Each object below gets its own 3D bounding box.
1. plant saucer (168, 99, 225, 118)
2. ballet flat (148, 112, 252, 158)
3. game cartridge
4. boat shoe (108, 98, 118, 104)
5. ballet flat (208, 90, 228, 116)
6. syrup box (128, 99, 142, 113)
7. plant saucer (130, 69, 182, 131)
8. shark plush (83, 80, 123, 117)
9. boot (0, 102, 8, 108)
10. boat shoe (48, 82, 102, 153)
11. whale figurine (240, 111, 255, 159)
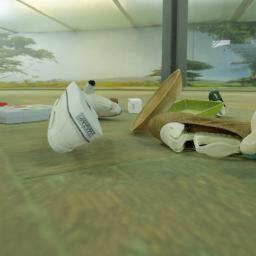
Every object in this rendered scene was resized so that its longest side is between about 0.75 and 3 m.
[{"bbox_3d":[1.678,-0.403,8.306,1.694,0.406,1.691,-21,19,-27],"label":"plant saucer"},{"bbox_3d":[1.320,0.185,5.324,2.277,0.772,0.824,9,32,26],"label":"ballet flat"},{"bbox_3d":[-3.438,-0.515,9.709,1.563,0.480,2.349,12,15,34],"label":"game cartridge"},{"bbox_3d":[-1.021,-1.242,13.911,1.164,0.440,0.430,-2,12,38],"label":"boat shoe"},{"bbox_3d":[3.162,-0.713,9.770,0.523,0.526,1.537,-34,-40,12],"label":"ballet flat"},{"bbox_3d":[0.278,-0.948,11.822,0.527,0.510,1.294,-1,10,-3],"label":"syrup box"},{"bbox_3d":[0.781,-0.606,7.053,0.343,1.935,1.935,37,8,-6],"label":"plant saucer"},{"bbox_3d":[-1.516,-0.563,10.041,1.233,1.345,2.960,17,-23,-36],"label":"shark plush"},{"bbox_3d":[-5.873,-1.289,12.177,0.535,1.067,1.478,5,11,25],"label":"boot"},{"bbox_3d":[-1.098,-0.195,5.438,0.868,0.951,2.642,-33,23,-1],"label":"boat shoe"},{"bbox_3d":[2.437,0.342,3.756,1.698,1.107,2.134,-10,28,26],"label":"whale figurine"}]
